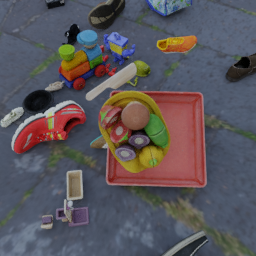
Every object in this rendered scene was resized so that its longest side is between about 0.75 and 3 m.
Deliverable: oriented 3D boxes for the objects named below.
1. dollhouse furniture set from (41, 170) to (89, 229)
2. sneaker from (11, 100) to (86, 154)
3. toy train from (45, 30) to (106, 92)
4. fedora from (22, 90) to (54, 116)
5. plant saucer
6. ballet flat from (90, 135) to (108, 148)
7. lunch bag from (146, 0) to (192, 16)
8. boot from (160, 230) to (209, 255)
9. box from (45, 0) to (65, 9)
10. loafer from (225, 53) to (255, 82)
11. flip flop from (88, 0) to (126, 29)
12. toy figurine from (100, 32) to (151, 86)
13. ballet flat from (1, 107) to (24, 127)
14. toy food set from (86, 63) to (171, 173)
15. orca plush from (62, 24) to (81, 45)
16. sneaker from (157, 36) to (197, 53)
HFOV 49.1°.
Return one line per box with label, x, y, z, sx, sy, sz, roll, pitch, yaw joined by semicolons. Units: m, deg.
dollhouse furniture set;-1.754;1.747;7.523;1.231;1.103;1.554;-6;55;-4
sneaker;-2.426;0.049;8.825;2.527;0.973;1.073;-37;68;-22
toy train;-2.121;-2.195;9.915;2.815;1.629;1.192;-37;64;-22
fedora;-3.045;-0.783;9.638;1.125;0.514;1.125;0;54;0
plant saucer;0.832;0.316;8.422;2.841;0.522;2.846;1;75;1
ballet flat;-0.438;0.319;8.941;1.567;0.531;0.567;-33;75;-26
lunch bag;1.784;-6.154;12.929;1.625;1.218;1.911;-29;54;-18
boot;1.256;3.772;6.258;2.553;0.922;1.928;-34;64;-15
box;-3.527;-6.090;13.435;0.842;0.332;0.594;-19;61;-12
loafer;4.585;-2.417;10.666;1.925;0.687;0.703;-33;61;-21
flip flop;-1.003;-5.276;12.559;0.723;1.018;2.512;14;54;31
toy figurine;-0.331;-2.829;10.502;2.400;1.438;1.266;32;61;21
ballet flat;-3.917;-0.415;9.510;0.348;0.348;0.970;28;59;18
toy food set;0.112;0.046;7.362;1.740;2.957;0.966;-25;22;7
orca plush;-2.434;-4.048;11.903;0.763;0.515;1.450;18;57;12
sneaker;1.557;-2.707;9.072;1.402;0.541;0.512;-2;80;40
